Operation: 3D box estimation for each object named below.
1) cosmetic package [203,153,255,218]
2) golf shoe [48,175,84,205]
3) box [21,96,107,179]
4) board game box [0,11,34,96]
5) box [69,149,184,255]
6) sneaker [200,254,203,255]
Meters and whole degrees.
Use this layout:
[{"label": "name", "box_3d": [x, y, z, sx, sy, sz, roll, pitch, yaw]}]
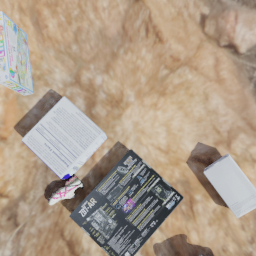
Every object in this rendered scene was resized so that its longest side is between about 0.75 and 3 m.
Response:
[{"label": "cosmetic package", "box_3d": [2.481, 1.342, 6.645, 0.744, 0.535, 1.319, -36, 79, 17]}, {"label": "golf shoe", "box_3d": [-1.520, 1.593, 6.815, 0.934, 0.339, 0.430, -40, 88, -6]}, {"label": "box", "box_3d": [-1.496, 0.265, 6.815, 1.350, 0.770, 1.468, 42, 83, 8]}, {"label": "board game box", "box_3d": [-2.852, -1.797, 6.990, 0.297, 1.165, 1.733, -11, 79, 7]}, {"label": "box", "box_3d": [-0.025, 1.864, 6.696, 1.728, 0.469, 2.157, 42, 82, 7]}, {"label": "sneaker", "box_3d": [2.290, 3.587, 6.097, 2.149, 0.814, 0.989, 38, 54, -8]}]
